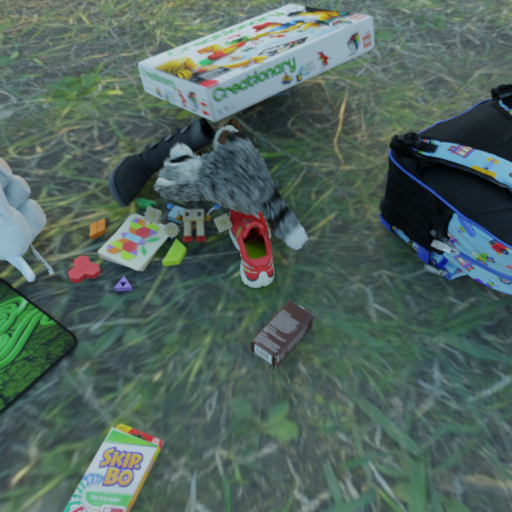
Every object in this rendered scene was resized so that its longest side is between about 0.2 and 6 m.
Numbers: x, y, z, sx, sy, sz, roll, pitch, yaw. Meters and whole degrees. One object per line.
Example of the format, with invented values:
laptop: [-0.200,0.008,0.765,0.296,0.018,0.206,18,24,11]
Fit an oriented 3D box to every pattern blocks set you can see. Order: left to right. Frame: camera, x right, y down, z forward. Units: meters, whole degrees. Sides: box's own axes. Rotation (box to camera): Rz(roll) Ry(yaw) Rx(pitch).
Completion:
pattern blocks set: [-2.511,-0.293,11.604,2.185,0.201,2.486,10,50,8]

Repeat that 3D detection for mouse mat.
mouse mat: [-5.121,1.913,9.764,2.610,0.122,3.244,30,54,23]

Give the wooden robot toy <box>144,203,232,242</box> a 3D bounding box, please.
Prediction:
wooden robot toy: [-1.404,-0.665,11.679,1.786,0.810,0.787,0,88,-6]

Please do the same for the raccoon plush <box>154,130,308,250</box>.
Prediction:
raccoon plush: [-0.615,-1.045,10.830,2.008,1.450,2.997,-33,70,-6]

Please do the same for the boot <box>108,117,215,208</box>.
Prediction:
boot: [-1.986,-2.052,12.073,2.234,0.733,1.842,-21,36,14]

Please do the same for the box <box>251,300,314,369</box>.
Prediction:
box: [0.471,1.383,10.011,0.572,0.428,1.143,32,58,25]

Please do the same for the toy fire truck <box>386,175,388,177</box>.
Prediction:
toy fire truck: [3.248,-1.704,12.431,0.644,0.767,0.430,52,28,14]

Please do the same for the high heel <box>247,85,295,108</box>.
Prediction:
high heel: [0.166,-4.866,15.251,1.902,0.953,2.669,-5,35,20]

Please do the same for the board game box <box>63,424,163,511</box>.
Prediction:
board game box: [-2.152,3.394,8.399,0.841,0.264,1.760,16,48,13]

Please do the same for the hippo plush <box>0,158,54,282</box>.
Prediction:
hippo plush: [-5.497,-0.439,10.962,2.188,2.168,2.722,-24,94,2]

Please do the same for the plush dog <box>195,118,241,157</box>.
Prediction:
plush dog: [-0.783,-2.259,12.686,1.734,1.391,1.489,-33,39,26]

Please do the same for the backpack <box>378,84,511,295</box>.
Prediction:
backpack: [4.758,-0.891,10.470,3.621,2.669,3.967,-28,54,-23]

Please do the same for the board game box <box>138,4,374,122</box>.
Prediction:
board game box: [0.026,-4.866,13.623,4.926,0.852,3.109,-31,41,-24]

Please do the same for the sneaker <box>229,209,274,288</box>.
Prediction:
sneaker: [-0.040,-0.430,11.226,0.854,0.941,2.217,-10,50,-9]
